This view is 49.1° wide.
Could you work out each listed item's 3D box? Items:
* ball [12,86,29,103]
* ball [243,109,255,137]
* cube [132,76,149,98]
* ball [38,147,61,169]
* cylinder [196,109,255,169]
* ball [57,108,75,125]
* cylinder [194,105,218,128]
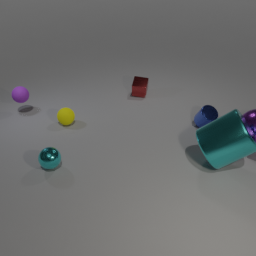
[{"bbox_3d":[-4.528,-1.401,11.793,0.700,0.700,0.700,0,31,0],"label":"ball"},{"bbox_3d":[4.497,0.035,9.702,1.400,1.400,1.400,0,31,0],"label":"ball"},{"bbox_3d":[0.587,-1.986,13.547,0.700,0.700,0.700,10,54,7],"label":"cube"},{"bbox_3d":[-2.456,0.944,8.792,0.700,0.700,0.700,0,31,0],"label":"ball"},{"bbox_3d":[3.037,0.347,8.584,1.400,1.400,1.400,-32,20,25],"label":"cylinder"},{"bbox_3d":[-2.485,-0.470,11.223,0.700,0.700,0.700,0,31,0],"label":"ball"},{"bbox_3d":[3.034,-0.435,10.915,0.700,0.700,0.700,6,63,-12],"label":"cylinder"}]
